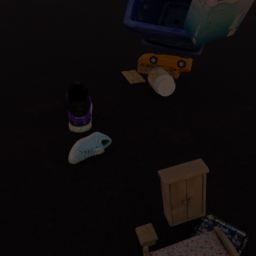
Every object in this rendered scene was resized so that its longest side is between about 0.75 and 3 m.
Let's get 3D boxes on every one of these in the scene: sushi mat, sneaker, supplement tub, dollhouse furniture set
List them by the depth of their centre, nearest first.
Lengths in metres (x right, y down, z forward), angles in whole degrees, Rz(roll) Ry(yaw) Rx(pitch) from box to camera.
[{"bbox_3d":[1.073,2.008,4.272,1.497,1.279,2.889,-15,35,-7],"label":"dollhouse furniture set"},{"bbox_3d":[-0.969,0.532,7.521,0.588,0.530,1.435,14,35,29],"label":"sneaker"},{"bbox_3d":[-1.626,-1.028,9.311,0.886,1.267,2.548,-7,34,-11],"label":"sneaker"},{"bbox_3d":[1.316,-1.798,10.964,0.833,0.833,1.146,-7,33,-12],"label":"supplement tub"},{"bbox_3d":[0.229,-2.266,12.411,0.687,0.087,1.436,-9,34,-16],"label":"sushi mat"}]

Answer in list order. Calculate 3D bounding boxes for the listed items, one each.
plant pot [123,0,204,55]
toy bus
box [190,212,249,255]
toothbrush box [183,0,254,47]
[{"bbox_3d":[1.637,-3.969,9.421,2.619,2.619,2.354,17,-1,15],"label":"plant pot"},{"bbox_3d":[1.622,-2.776,12.417,2.301,0.901,0.749,12,32,16],"label":"toy bus"},{"bbox_3d":[1.736,2.083,5.344,0.880,0.203,0.700,23,39,32],"label":"box"},{"bbox_3d":[2.157,-2.854,6.542,1.232,1.683,0.718,-20,71,-11],"label":"toothbrush box"}]
